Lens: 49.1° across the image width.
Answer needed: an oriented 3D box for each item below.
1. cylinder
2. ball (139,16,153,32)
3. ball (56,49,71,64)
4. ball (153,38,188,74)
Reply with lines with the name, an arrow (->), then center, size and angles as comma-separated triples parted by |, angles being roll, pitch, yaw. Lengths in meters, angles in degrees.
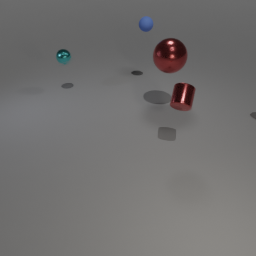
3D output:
cylinder -> 1.749, -0.986, 8.955 | 0.700, 0.700, 0.700 | 11, 76, 17
ball -> 0.870, -5.002, 13.494 | 0.700, 0.700, 0.700 | 0, 32, 0
ball -> -3.003, -3.327, 13.069 | 0.700, 0.700, 0.700 | 0, 32, 0
ball -> 1.710, -2.926, 11.374 | 1.400, 1.400, 1.400 | 0, 32, 0
